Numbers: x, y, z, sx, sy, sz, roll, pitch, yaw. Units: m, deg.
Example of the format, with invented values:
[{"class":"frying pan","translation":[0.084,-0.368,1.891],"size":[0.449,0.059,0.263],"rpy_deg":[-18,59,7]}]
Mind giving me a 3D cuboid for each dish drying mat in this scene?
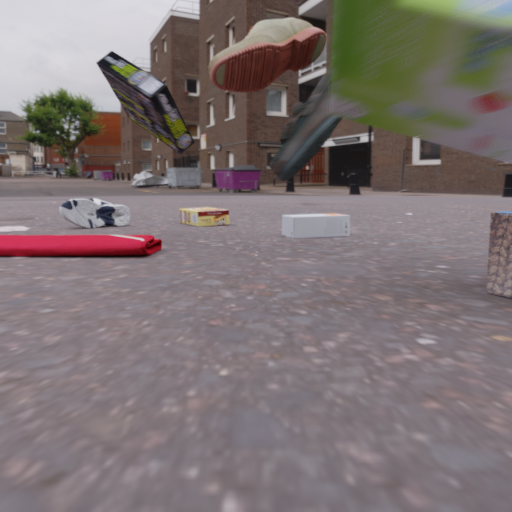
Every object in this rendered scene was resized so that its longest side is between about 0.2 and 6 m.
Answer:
[{"class":"dish drying mat","translation":[-3.434,-0.193,9.779],"size":[3.355,0.305,1.288],"rpy_deg":[1,9,3]}]

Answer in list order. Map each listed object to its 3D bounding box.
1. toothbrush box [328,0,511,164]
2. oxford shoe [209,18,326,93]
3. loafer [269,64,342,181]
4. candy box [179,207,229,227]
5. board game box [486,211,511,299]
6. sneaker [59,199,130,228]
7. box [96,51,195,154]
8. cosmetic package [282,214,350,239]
[{"class":"toothbrush box","translation":[2.033,-2.047,5.628],"size":[2.406,1.036,1.752],"rpy_deg":[18,-23,13]},{"class":"oxford shoe","translation":[0.063,-3.380,9.297],"size":[2.365,0.837,0.873],"rpy_deg":[-28,62,-33]},{"class":"loafer","translation":[1.056,-2.497,9.656],"size":[0.848,2.696,0.969],"rpy_deg":[40,-5,8]},{"class":"candy box","translation":[-1.540,-1.151,16.350],"size":[0.965,0.462,1.672],"rpy_deg":[-5,10,-25]},{"class":"board game box","translation":[3.750,-0.002,5.966],"size":[1.915,0.927,1.526],"rpy_deg":[-4,8,-27]},{"class":"sneaker","translation":[-4.647,-1.193,15.503],"size":[1.984,0.792,1.291],"rpy_deg":[-7,9,-43]},{"class":"box","translation":[-2.335,-3.242,11.849],"size":[2.062,0.457,1.652],"rpy_deg":[38,-14,34]},{"class":"cosmetic package","translation":[1.359,-0.691,12.800],"size":[1.403,0.500,0.712],"rpy_deg":[-4,8,-20]}]
